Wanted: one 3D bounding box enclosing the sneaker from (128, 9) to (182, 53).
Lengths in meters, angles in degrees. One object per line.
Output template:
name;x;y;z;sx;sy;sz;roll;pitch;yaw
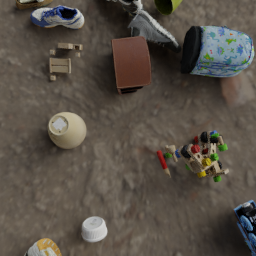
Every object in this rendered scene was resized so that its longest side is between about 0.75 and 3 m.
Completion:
sneaker;0.852;-3.170;10.172;2.096;0.787;1.211;43;102;0

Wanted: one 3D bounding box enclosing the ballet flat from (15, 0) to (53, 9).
ballet flat;-3.518;-4.794;10.416;1.414;0.511;0.479;-11;82;-2

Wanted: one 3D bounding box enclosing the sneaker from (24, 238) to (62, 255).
sneaker;-2.407;4.799;9.026;1.076;0.928;2.454;-36;83;15

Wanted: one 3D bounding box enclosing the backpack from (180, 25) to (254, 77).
backpack;3.153;-2.597;9.699;2.218;1.706;1.810;16;75;-14

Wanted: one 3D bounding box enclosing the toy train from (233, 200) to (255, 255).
toy train;4.129;3.349;8.932;0.922;1.215;2.127;-27;83;-6

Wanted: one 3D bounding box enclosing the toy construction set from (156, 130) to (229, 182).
toy construction set;2.247;1.194;9.201;2.191;1.827;1.684;-19;95;18

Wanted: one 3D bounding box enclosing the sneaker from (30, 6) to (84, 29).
sneaker;-2.614;-4.135;10.147;1.986;0.875;0.748;2;83;1

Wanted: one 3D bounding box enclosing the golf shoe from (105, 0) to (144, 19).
golf shoe;-0.339;-4.996;10.198;2.171;1.026;0.844;34;84;6

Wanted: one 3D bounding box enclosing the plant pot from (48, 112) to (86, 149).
plant pot;-2.139;-0.003;9.315;1.297;1.385;1.297;0;82;0

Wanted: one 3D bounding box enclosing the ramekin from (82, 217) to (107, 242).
ramekin;-1.111;3.254;9.095;0.829;0.829;0.435;-7;108;-1

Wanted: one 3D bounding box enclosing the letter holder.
letter holder;0.151;-2.182;9.821;1.249;0.883;1.757;-7;83;2

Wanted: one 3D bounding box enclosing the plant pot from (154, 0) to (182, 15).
plant pot;1.626;-4.824;10.302;0.996;0.932;0.932;-41;84;-20

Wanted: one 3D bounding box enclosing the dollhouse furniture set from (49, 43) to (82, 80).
dollhouse furniture set;-2.221;-2.404;10.246;1.129;0.646;1.324;4;106;1
